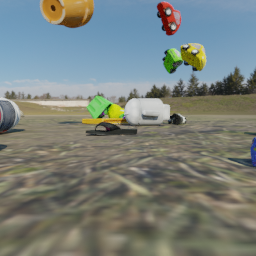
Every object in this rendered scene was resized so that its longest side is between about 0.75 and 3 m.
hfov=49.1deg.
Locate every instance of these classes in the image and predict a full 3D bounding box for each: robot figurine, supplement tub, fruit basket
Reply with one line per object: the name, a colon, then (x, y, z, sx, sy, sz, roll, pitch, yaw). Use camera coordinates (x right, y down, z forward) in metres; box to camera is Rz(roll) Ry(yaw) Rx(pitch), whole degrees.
robot figurine: (0.704, -0.645, 11.415, 1.965, 1.110, 1.666, -1, 3, -15)
supplement tub: (-3.511, -0.332, 7.261, 0.969, 0.969, 1.381, 0, 3, 5)
fruit basket: (-1.306, -1.005, 17.818, 2.358, 1.701, 2.358, 43, 6, -6)

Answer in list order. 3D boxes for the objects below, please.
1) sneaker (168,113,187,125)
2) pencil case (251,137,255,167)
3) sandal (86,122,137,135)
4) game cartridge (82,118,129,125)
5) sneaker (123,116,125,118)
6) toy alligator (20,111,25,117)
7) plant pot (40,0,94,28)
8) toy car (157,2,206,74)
sneaker: (2.405, -0.422, 12.741, 0.783, 0.513, 1.360, -3, 2, -14)
pencil case: (1.698, 0.265, 2.872, 0.804, 0.314, 0.349, 1, 15, 18)
sandal: (-0.423, 0.002, 7.106, 1.384, 0.331, 0.520, -2, 4, -27)
game cartridge: (-1.028, -0.329, 13.115, 1.599, 0.294, 1.814, -3, 5, -38)
sneaker: (0.161, -0.617, 14.837, 1.096, 0.697, 1.922, -4, 5, -19)
toy alligator: (-5.446, -0.489, 12.392, 2.983, 0.884, 0.809, 9, 51, 51)
plant pot: (-1.881, -3.598, 8.278, 1.350, 1.350, 1.236, 1, 28, 23)
toy car: (1.933, -3.055, 10.834, 0.658, 2.952, 2.778, -27, -13, -10)
